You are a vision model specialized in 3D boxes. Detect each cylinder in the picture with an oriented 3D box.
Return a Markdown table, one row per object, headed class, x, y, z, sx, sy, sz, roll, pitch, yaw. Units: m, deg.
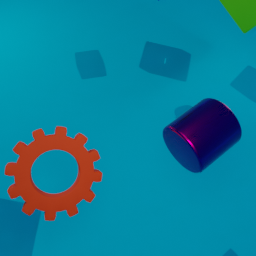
| class | x | y | z | sx | sy | sz | roll | pitch | yaw |
| --- | --- | --- | --- | --- | --- | --- | --- | --- | --- |
| cylinder | 0.966 | 0.097 | 3.713 | 0.737 | 0.737 | 0.737 | -35 | 67 | -15 |

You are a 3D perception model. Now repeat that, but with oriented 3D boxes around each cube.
| class | x | y | z | sx | sy | sz | roll | pitch | yaw |
| --- | --- | --- | --- | --- | --- | --- | --- | --- | --- |
| cube | 3.365 | -3.427 | 7.192 | 1.179 | 1.179 | 1.179 | -40 | 94 | -23 |

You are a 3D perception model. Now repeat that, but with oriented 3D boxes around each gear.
| class | x | y | z | sx | sy | sz | roll | pitch | yaw |
| --- | --- | --- | --- | --- | --- | --- | --- | --- | --- |
| gear | -0.999 | 0.610 | 3.858 | 1.249 | 0.231 | 1.249 | 0 | 92 | -17 |

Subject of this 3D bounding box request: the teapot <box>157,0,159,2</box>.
| class | x | y | z | sx | sy | sz | roll | pitch | yaw |
| --- | --- | --- | --- | --- | --- | --- | --- | --- | --- |
| teapot | 0.517 | -3.457 | 5.919 | 0.719 | 1.469 | 0.913 | -19 | 34 | -32 |
